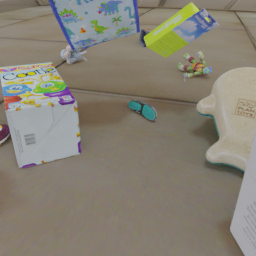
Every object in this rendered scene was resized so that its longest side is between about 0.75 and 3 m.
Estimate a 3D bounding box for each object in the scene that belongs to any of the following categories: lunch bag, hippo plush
[{"bbox_3d":[-0.780,-3.025,6.605,1.927,2.266,1.444,-13,50,3],"label":"lunch bag"},{"bbox_3d":[-2.472,-3.321,12.208,1.065,0.848,0.856,-25,39,-34],"label":"hippo plush"}]

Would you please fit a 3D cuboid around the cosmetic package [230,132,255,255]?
[{"bbox_3d":[2.750,1.076,3.365,1.976,2.376,1.989,-5,31,-8],"label":"cosmetic package"}]

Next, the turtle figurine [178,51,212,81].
[{"bbox_3d":[2.388,-2.447,10.640,1.368,0.984,1.326,-11,29,-24],"label":"turtle figurine"}]

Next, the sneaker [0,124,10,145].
[{"bbox_3d":[-3.634,0.133,6.472,1.712,0.771,0.641,-22,38,-26],"label":"sneaker"}]

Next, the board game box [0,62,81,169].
[{"bbox_3d":[-2.232,-0.504,6.918,1.409,1.434,2.735,-12,34,-21],"label":"board game box"}]

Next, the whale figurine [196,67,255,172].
[{"bbox_3d":[2.748,-0.110,6.671,2.283,1.489,2.870,14,58,21],"label":"whale figurine"}]

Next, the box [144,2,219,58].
[{"bbox_3d":[1.402,-2.587,7.463,1.719,0.410,1.048,-27,-22,33],"label":"box"}]

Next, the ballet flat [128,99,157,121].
[{"bbox_3d":[0.510,-0.551,8.065,0.427,0.427,1.150,-23,41,-33],"label":"ballet flat"}]

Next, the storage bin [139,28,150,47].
[{"bbox_3d":[1.144,-4.751,14.712,0.796,0.863,1.185,3,29,-16],"label":"storage bin"}]
